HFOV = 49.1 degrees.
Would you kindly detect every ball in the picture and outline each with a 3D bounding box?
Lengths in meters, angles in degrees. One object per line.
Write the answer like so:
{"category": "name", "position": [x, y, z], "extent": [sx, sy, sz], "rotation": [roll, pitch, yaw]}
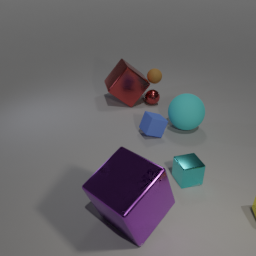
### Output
{"category": "ball", "position": [1.228, -2.400, 12.963], "extent": [0.700, 0.700, 0.700], "rotation": [0, 30, 0]}
{"category": "ball", "position": [2.241, -0.622, 10.762], "extent": [1.400, 1.400, 1.400], "rotation": [0, 30, 0]}
{"category": "ball", "position": [1.131, -1.442, 13.013], "extent": [0.700, 0.700, 0.700], "rotation": [0, 30, 0]}

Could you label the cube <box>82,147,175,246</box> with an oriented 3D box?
{"category": "cube", "position": [0.059, 1.564, 6.582], "extent": [1.400, 1.400, 1.400], "rotation": [24, 58, 39]}

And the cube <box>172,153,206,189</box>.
{"category": "cube", "position": [1.775, 1.252, 8.284], "extent": [0.700, 0.700, 0.700], "rotation": [-8, 31, -14]}

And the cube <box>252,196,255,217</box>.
{"category": "cube", "position": [3.487, 1.992, 6.695], "extent": [0.700, 0.700, 0.700], "rotation": [-8, 46, 4]}

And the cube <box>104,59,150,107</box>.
{"category": "cube", "position": [-0.070, -2.087, 12.914], "extent": [1.400, 1.400, 1.400], "rotation": [32, 18, -27]}

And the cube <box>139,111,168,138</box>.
{"category": "cube", "position": [0.947, -0.139, 10.510], "extent": [0.700, 0.700, 0.700], "rotation": [11, 21, -27]}
